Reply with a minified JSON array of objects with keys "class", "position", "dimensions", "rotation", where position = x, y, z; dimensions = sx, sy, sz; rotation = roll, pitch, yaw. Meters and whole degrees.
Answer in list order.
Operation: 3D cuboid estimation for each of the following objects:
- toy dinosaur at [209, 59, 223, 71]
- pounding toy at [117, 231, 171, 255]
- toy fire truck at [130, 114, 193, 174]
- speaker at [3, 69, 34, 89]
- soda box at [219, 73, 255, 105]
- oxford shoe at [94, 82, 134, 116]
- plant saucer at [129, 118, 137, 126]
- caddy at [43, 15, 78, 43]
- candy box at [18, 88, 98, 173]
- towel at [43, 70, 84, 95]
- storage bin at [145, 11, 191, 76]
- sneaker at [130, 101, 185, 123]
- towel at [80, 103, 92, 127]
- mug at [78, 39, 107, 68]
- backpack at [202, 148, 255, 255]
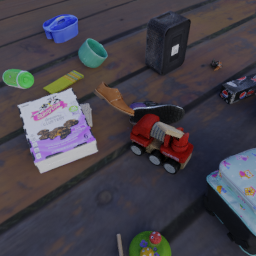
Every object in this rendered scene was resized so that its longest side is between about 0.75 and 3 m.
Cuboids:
[{"class":"toy dinosaur","position":[4.671,-3.318,14.728],"dimensions":[0.635,0.478,0.936],"rotation":[31,31,6]},{"class":"pounding toy","position":[0.471,3.509,8.137],"dimensions":[1.635,0.759,1.262],"rotation":[-1,47,-2]},{"class":"toy fire truck","position":[1.139,0.252,9.910],"dimensions":[2.269,2.578,1.659],"rotation":[28,52,23]},{"class":"speaker","position":[-3.591,-1.607,9.126],"dimensions":[1.304,0.577,0.577],"rotation":[15,45,43]},{"class":"soda box","position":[5.452,-1.880,13.179],"dimensions":[2.216,0.702,0.784],"rotation":[-19,50,-18]},{"class":"oxford shoe","position":[-0.425,-1.068,10.212],"dimensions":[1.786,0.637,0.637],"rotation":[37,99,11]},{"class":"plant saucer","position":[0.446,-0.258,11.950],"dimensions":[0.787,0.126,0.787],"rotation":[3,30,-2]},{"class":"caddy","position":[-4.006,-6.086,16.779],"dimensions":[1.557,1.156,2.202],"rotation":[31,54,25]},{"class":"candy box","position":[-2.737,0.020,10.829],"dimensions":[2.286,0.975,2.725],"rotation":[-21,61,-13]},{"class":"towel","position":[-3.180,-2.260,13.925],"dimensions":[0.835,0.175,1.940],"rotation":[31,55,32]},{"class":"storage bin","position":[1.950,-4.200,14.007],"dimensions":[1.787,2.644,1.239],"rotation":[-33,54,-26]},{"class":"sneaker","position":[1.242,-0.860,12.150],"dimensions":[2.369,0.897,1.037],"rotation":[1,36,-5]},{"class":"towel","position":[-2.638,-0.387,12.032],"dimensions":[2.200,0.379,1.458],"rotation":[-6,47,-4]},{"class":"mug","position":[-1.820,-3.803,14.664],"dimensions":[1.634,1.010,1.342],"rotation":[-4,59,-55]},{"class":"backpack","position":[4.157,1.935,8.633],"dimensions":[2.949,2.261,2.592],"rotation":[-17,42,-22]}]
